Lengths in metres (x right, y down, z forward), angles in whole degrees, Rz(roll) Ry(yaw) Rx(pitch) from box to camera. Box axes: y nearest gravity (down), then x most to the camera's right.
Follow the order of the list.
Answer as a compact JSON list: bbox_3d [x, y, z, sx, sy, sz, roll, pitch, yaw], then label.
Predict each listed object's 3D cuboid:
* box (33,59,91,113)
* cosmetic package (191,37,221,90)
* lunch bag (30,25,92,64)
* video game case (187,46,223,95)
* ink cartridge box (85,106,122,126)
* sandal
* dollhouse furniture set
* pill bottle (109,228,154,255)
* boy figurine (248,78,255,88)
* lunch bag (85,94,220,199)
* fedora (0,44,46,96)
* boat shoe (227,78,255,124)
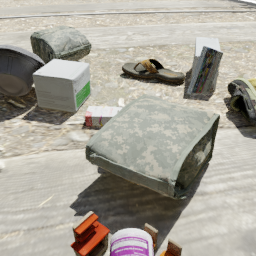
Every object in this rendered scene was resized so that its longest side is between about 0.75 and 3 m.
[{"bbox_3d":[-2.397,-1.620,10.511,1.597,1.368,1.589,9,35,13],"label":"box"},{"bbox_3d":[3.395,-2.891,12.307,1.086,1.511,2.677,7,33,11],"label":"cosmetic package"},{"bbox_3d":[-3.231,-3.882,13.566,2.010,1.670,2.397,25,40,38],"label":"lunch bag"},{"bbox_3d":[2.463,-1.774,8.881,0.170,1.477,1.346,29,22,33],"label":"video game case"},{"bbox_3d":[-0.810,-0.408,9.592,1.193,0.403,0.695,2,34,5],"label":"ink cartridge box"},{"bbox_3d":[1.144,-2.661,12.564,2.930,0.800,1.197,17,38,23],"label":"sandal"},{"bbox_3d":[-0.166,2.392,4.954,1.829,0.952,1.849,24,41,31],"label":"dollhouse furniture set"},{"bbox_3d":[0.058,2.322,4.317,0.747,0.747,1.331,0,35,0],"label":"pill bottle"},{"bbox_3d":[5.747,-1.453,10.785,2.417,0.779,1.503,4,28,9],"label":"boy figurine"},{"bbox_3d":[0.661,0.512,7.067,2.389,1.713,2.913,19,34,29],"label":"lunch bag"},{"bbox_3d":[-4.346,-1.973,10.564,2.424,2.741,1.237,9,74,-23],"label":"fedora"},{"bbox_3d":[4.073,-0.998,9.925,0.897,0.975,2.730,-15,32,0],"label":"boat shoe"}]
